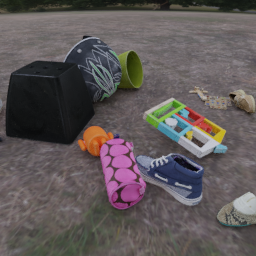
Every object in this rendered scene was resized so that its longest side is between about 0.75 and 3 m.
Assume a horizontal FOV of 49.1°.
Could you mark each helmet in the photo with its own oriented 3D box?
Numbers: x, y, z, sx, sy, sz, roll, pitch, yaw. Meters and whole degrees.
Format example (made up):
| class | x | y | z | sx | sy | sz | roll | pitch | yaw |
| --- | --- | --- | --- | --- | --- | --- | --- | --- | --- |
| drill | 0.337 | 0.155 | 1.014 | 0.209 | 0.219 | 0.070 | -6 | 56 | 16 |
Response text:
| class | x | y | z | sx | sy | sz | roll | pitch | yaw |
| --- | --- | --- | --- | --- | --- | --- | --- | --- | --- |
| helmet | -1.664 | -2.545 | 12.354 | 2.934 | 2.934 | 2.797 | -16 | 29 | -26 |

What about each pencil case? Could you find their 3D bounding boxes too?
| class | x | y | z | sx | sy | sz | roll | pitch | yaw |
| --- | --- | --- | --- | --- | --- | --- | --- | --- | --- |
| pencil case | -0.161 | 1.147 | 7.696 | 1.046 | 1.013 | 2.232 | -9 | 32 | -7 |

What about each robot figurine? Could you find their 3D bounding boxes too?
| class | x | y | z | sx | sy | sz | roll | pitch | yaw |
| --- | --- | --- | --- | --- | --- | --- | --- | --- | --- |
| robot figurine | -1.040 | 0.411 | 9.153 | 0.980 | 0.795 | 1.363 | -48 | 26 | 3 |

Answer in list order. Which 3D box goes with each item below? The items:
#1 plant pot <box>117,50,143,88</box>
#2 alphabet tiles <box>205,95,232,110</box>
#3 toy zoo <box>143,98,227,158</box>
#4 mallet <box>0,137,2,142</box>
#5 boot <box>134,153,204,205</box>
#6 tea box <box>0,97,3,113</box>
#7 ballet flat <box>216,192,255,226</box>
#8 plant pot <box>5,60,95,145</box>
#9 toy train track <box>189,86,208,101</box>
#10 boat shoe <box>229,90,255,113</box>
| class | x | y | z | sx | sy | sz | roll | pitch | yaw |
| --- | --- | --- | --- | --- | --- | --- | --- | --- | --- |
| plant pot | -0.509 | -2.845 | 14.367 | 2.000 | 1.871 | 1.871 | -5 | 24 | 29 |
| alphabet tiles | 4.135 | -1.173 | 12.867 | 1.172 | 0.053 | 1.402 | 7 | 30 | 12 |
| toy zoo | 2.109 | 0.002 | 9.561 | 2.780 | 0.284 | 1.824 | 36 | 41 | 23 |
| mallet | -5.269 | 0.653 | 9.262 | 0.678 | 0.424 | 2.059 | 24 | 32 | 27 |
| boot | 1.044 | 1.056 | 7.735 | 2.398 | 1.083 | 0.872 | 25 | 37 | 37 |
| tea box | -6.245 | -0.893 | 10.980 | 2.000 | 1.358 | 2.033 | -5 | 29 | -8 |
| ballet flat | 3.168 | 1.860 | 6.593 | 2.087 | 0.786 | 0.708 | 1 | 29 | 1 |
| plant pot | -2.942 | -1.152 | 10.493 | 2.617 | 2.322 | 2.611 | 6 | 29 | 13 |
| toy train track | 3.526 | -1.734 | 13.610 | 0.929 | 0.263 | 1.620 | 0 | 27 | -1 |
| boat shoe | 4.957 | -1.122 | 12.203 | 0.638 | 0.705 | 1.978 | -7 | 22 | 4 |
